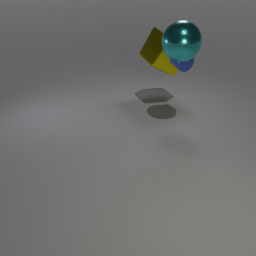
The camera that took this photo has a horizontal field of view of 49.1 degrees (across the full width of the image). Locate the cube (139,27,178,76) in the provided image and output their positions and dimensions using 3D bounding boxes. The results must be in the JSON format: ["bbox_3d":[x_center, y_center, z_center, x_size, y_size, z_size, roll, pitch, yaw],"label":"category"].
[{"bbox_3d":[1.626,-3.437,12.615,1.400,1.400,1.400,13,29,-36],"label":"cube"}]

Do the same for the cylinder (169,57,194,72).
[{"bbox_3d":[2.111,-2.664,11.000,0.700,0.700,0.700,-17,49,-28],"label":"cylinder"}]

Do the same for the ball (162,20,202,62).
[{"bbox_3d":[1.888,-3.047,9.880,1.400,1.400,1.400,0,29,0],"label":"ball"}]
